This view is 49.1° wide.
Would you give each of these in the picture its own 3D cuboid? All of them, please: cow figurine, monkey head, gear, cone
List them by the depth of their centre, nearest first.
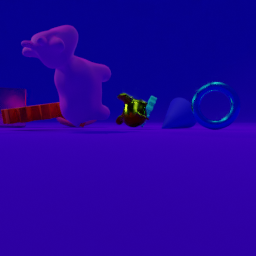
[{"bbox_3d":[-1.029,-0.868,4.933,0.935,1.703,1.675,0,1,33],"label":"cow figurine"},{"bbox_3d":[-1.951,-0.381,6.401,1.688,0.312,1.688,-7,7,1],"label":"gear"},{"bbox_3d":[0.057,-0.433,7.153,0.886,0.742,1.231,29,-23,-33],"label":"monkey head"},{"bbox_3d":[1.205,-0.203,7.556,0.939,0.936,0.936,-33,20,-32],"label":"cone"},{"bbox_3d":[0.665,-0.574,9.762,0.207,1.117,1.117,26,1,-1],"label":"gear"}]

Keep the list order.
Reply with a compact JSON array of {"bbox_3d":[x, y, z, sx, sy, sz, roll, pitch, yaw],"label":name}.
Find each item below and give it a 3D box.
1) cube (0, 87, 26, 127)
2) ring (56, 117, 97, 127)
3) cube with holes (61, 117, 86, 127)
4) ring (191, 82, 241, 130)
[{"bbox_3d":[-4.070,-0.652,9.252,1.234,1.234,1.234,1,0,-25],"label":"cube"},{"bbox_3d":[-1.974,-0.501,11.062,1.678,0.336,1.678,0,26,0],"label":"ring"},{"bbox_3d":[-1.726,-0.653,9.210,0.941,0.941,0.941,25,-3,-12],"label":"cube with holes"},{"bbox_3d":[2.074,-0.527,6.667,1.136,1.136,0.227,0,0,16],"label":"ring"}]
